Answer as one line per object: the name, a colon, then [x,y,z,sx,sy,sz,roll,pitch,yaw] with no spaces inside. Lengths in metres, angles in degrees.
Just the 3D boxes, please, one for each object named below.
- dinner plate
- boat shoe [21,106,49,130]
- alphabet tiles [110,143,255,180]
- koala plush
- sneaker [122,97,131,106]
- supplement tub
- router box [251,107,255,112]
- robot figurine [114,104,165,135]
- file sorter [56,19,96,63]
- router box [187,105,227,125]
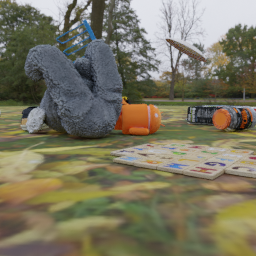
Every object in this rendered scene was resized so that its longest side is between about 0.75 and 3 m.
dinner plate: [2.429,-3.254,11.491,1.968,0.239,1.968,29,11,-6]
boat shoe: [-3.260,-0.393,10.132,0.950,0.792,2.546,-2,5,-5]
alphabet tiles: [1.030,0.484,4.799,2.491,0.079,2.073,5,7,38]
koala plush: [-1.715,-0.690,8.134,2.517,2.608,2.838,-19,-5,-39]
sneaker: [-0.059,-1.094,15.060,0.921,1.185,2.633,1,6,10]
supplement tub: [3.439,-0.297,9.036,1.314,0.805,0.805,-4,7,-29]
router box: [6.734,-0.669,13.620,2.283,0.621,2.543,2,6,24]
robot figurine: [0.317,-0.272,8.337,1.539,0.897,1.107,0,4,0]
file sorter: [-1.513,-2.583,10.287,1.288,2.099,1.457,-27,10,2]
router box: [3.885,-0.573,12.004,1.826,0.757,2.437,4,7,37]
